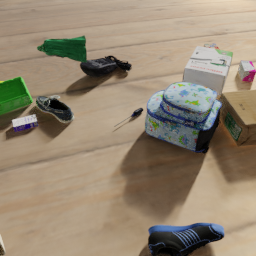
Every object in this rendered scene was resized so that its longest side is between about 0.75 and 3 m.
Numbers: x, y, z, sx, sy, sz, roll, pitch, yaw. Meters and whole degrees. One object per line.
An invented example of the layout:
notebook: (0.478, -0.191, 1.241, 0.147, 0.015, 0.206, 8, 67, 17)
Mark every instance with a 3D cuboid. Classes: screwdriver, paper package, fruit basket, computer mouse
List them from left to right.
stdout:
fruit basket: (-5.185, -1.370, 11.776, 2.052, 1.480, 2.052, -24, 2, 1)
computer mouse: (-1.240, -2.988, 14.018, 2.602, 0.686, 1.802, -20, 40, -39)
screwdriver: (0.059, -0.395, 11.195, 0.237, 0.227, 1.631, 48, 55, 4)
paper package: (4.662, -0.444, 10.553, 2.021, 1.097, 2.121, -6, 41, -7)

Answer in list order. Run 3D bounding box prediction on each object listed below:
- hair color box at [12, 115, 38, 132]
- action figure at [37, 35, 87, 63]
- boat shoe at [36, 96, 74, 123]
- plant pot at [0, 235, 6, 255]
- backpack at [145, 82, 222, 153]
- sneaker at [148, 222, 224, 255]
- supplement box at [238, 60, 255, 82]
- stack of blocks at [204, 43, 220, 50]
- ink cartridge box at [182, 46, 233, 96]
hair color box: (-3.993, -0.190, 10.884, 0.887, 0.287, 0.485, -17, 42, -16)
action figure: (-1.992, -2.393, 8.445, 1.448, 0.855, 0.396, -3, -6, -22)
boat shoe: (-3.048, -0.908, 11.433, 0.809, 0.668, 2.160, -32, 50, -33)
plant pot: (-3.890, 2.562, 6.954, 1.255, 1.257, 1.113, -16, 31, -18)
backpack: (1.938, -0.578, 10.140, 2.516, 1.849, 2.302, 15, 39, 23)
sneaker: (1.481, 2.865, 7.004, 1.956, 0.686, 0.762, -4, 47, 2)
supplement box: (5.851, -2.811, 13.784, 0.564, 0.576, 1.114, 6, 39, 6)
stack of blocks: (4.587, -4.122, 15.433, 0.896, 0.456, 1.555, -2, 40, -3)
ink cartridge box: (3.814, -2.782, 13.344, 1.877, 1.084, 2.570, 15, 42, 17)
